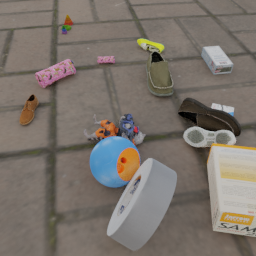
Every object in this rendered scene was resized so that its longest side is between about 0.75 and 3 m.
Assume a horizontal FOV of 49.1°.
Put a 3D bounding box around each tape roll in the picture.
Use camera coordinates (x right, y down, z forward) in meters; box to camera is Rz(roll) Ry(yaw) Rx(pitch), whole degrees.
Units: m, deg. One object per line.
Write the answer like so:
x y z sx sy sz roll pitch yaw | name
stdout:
0.334 1.896 7.182 0.741 2.243 2.243 30 48 -3 | tape roll

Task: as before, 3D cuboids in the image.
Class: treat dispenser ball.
-0.392 1.036 8.637 1.559 1.559 1.559 0 45 0 | treat dispenser ball

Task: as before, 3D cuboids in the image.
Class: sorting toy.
-3.682 -6.230 16.674 0.589 0.585 1.700 2 44 2 | sorting toy

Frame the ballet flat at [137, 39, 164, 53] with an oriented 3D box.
1.137 -4.328 14.842 1.568 0.524 0.526 19 66 16 | ballet flat

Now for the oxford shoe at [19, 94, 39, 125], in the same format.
-3.999 -0.754 11.165 0.551 0.551 1.546 2 46 0 | oxford shoe

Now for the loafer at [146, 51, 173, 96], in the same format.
1.337 -2.487 12.578 1.075 0.996 2.859 -7 45 -7 | loafer

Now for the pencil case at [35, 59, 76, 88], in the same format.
-3.290 -2.488 12.773 1.845 0.764 0.798 -32 13 -28 | pencil case

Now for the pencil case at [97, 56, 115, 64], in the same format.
-1.092 -3.396 13.970 0.870 0.360 0.376 -1 1 -1 | pencil case

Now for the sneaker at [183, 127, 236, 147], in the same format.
2.883 0.430 9.866 1.852 0.920 0.721 9 83 36 | sneaker

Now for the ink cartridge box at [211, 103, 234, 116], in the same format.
3.608 -0.611 11.136 1.070 0.363 0.621 13 46 13 | ink cartridge box

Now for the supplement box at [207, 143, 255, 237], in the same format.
3.297 1.735 8.233 1.657 0.967 2.630 7 40 7 | supplement box

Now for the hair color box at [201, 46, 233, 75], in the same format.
4.358 -3.362 13.794 0.883 0.541 1.784 -6 44 -6 | hair color box

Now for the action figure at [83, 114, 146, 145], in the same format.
-0.374 0.114 10.232 2.045 1.106 2.114 14 19 5 | action figure

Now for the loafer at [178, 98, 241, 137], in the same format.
2.937 -0.229 10.479 2.551 0.931 0.910 30 60 35 | loafer
